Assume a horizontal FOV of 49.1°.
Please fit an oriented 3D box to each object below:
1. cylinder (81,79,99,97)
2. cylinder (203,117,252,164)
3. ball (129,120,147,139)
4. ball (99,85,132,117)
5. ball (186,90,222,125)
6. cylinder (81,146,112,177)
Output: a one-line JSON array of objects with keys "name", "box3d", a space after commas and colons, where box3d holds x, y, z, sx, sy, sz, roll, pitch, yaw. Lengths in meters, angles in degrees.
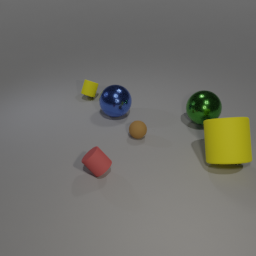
[{"name": "cylinder", "box3d": [-1.854, -1.919, 13.591, 0.700, 0.700, 0.700, 17, 7, -2]}, {"name": "cylinder", "box3d": [3.199, 0.402, 9.035, 1.400, 1.400, 1.400, -3, -3, 0]}, {"name": "ball", "box3d": [0.380, 0.059, 10.755, 0.700, 0.700, 0.700, 0, 32, 0]}, {"name": "ball", "box3d": [-0.538, -1.159, 12.038, 1.400, 1.400, 1.400, 0, 32, 0]}, {"name": "ball", "box3d": [3.043, -0.811, 11.265, 1.400, 1.400, 1.400, 0, 32, 0]}, {"name": "cylinder", "box3d": [-0.988, 1.060, 8.872, 0.700, 0.700, 0.700, -38, 16, 13]}]
